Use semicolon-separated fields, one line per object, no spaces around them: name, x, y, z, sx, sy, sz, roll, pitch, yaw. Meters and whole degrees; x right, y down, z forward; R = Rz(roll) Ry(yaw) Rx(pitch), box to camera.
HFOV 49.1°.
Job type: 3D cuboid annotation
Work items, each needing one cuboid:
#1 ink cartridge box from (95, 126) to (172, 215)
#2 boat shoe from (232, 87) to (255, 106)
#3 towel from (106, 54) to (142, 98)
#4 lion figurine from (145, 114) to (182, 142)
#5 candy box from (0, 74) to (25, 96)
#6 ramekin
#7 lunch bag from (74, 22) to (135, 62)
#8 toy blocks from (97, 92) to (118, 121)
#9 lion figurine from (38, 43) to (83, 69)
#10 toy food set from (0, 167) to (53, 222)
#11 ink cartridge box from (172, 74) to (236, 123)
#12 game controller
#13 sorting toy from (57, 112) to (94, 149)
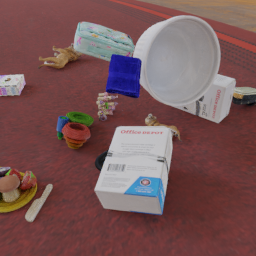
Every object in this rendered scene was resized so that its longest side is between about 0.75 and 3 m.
ink cartridge box;0.278;1.099;7.949;1.701;0.982;2.330;1;45;19
boat shoe;5.489;-1.403;12.616;2.373;0.739;0.885;-6;25;-36
towel;-0.081;-1.462;7.685;0.926;0.311;1.254;10;64;-9
lion figurine;1.362;0.033;10.726;1.610;0.583;0.986;23;30;8
candy box;-6.013;-2.103;13.761;1.568;0.561;1.316;-3;34;-3
ramekin;1.489;-2.230;9.286;2.785;2.785;1.462;-13;24;-19
lunch bag;-0.893;-3.327;11.023;2.385;0.919;1.912;12;30;-14
toy blocks;-0.801;-0.913;11.682;0.828;0.919;0.984;-3;31;5
lion figurine;-3.927;-4.102;16.572;1.703;1.008;2.780;18;51;10
toy food set;-3.529;1.561;8.079;2.580;0.843;1.518;11;36;16
ink cartridge box;3.073;-1.448;11.769;2.329;1.690;0.975;25;41;32
game controller;0.046;1.335;8.868;1.285;0.519;2.463;-39;48;-24
sorting toy;-2.015;0.112;10.430;1.267;0.865;2.108;13;21;-7
